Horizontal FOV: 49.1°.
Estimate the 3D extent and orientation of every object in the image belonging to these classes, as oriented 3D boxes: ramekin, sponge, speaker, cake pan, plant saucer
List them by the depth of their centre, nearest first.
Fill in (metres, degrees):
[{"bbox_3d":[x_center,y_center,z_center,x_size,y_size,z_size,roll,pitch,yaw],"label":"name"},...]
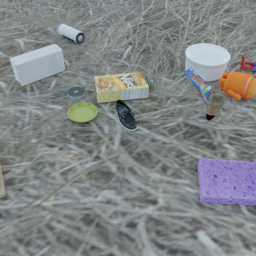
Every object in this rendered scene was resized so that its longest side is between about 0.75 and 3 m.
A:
[{"bbox_3d":[3.555,1.677,8.665,2.646,0.395,1.476,4,43,4],"label":"sponge"},{"bbox_3d":[-1.803,-0.586,11.182,1.199,0.186,1.199,1,44,-1],"label":"plant saucer"},{"bbox_3d":[-2.244,-1.525,12.232,0.891,0.163,0.891,0,43,0],"label":"cake pan"},{"bbox_3d":[3.691,-3.088,13.284,2.039,0.994,2.039,0,43,0],"label":"ramekin"},{"bbox_3d":[-3.246,-5.378,15.959,1.645,0.668,0.668,32,52,29],"label":"speaker"}]

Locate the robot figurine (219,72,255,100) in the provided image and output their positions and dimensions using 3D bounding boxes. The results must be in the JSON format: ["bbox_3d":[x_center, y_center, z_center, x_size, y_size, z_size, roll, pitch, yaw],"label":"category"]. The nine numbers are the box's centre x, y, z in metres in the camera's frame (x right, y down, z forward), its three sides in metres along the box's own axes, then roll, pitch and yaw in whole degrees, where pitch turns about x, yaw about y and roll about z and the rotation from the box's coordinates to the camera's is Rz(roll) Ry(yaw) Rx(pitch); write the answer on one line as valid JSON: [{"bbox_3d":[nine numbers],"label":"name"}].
[{"bbox_3d":[4.760,-1.806,11.963,1.675,0.977,1.205,24,29,24],"label":"robot figurine"}]

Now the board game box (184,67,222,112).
[{"bbox_3d":[2.298,-1.085,8.512,0.263,1.523,1.031,-39,57,9],"label":"board game box"}]

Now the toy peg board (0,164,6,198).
[{"bbox_3d":[-4.877,1.471,8.535,1.767,0.864,1.760,-18,46,-18],"label":"toy peg board"}]

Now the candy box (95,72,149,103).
[{"bbox_3d":[-0.301,-1.783,12.167,2.199,0.608,1.270,-7,43,-7],"label":"candy box"}]

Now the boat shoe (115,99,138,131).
[{"bbox_3d":[-0.088,-0.556,10.924,0.607,0.538,1.624,-13,45,-13],"label":"boat shoe"}]

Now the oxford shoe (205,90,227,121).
[{"bbox_3d":[2.392,-0.588,7.663,0.462,1.311,0.490,15,71,15],"label":"oxford shoe"}]

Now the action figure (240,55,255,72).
[{"bbox_3d":[6.976,-3.217,13.205,2.848,1.409,0.929,14,44,10],"label":"action figure"}]

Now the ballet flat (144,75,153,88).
[{"bbox_3d":[0.901,-2.172,12.858,0.367,0.344,1.014,-3,36,-32],"label":"ballet flat"}]

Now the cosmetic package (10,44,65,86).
[{"bbox_3d":[-4.154,-2.956,13.047,2.270,1.154,0.840,-26,49,-27],"label":"cosmetic package"}]
